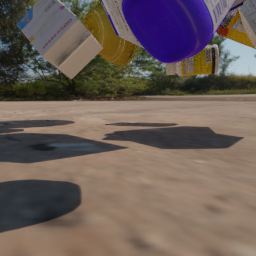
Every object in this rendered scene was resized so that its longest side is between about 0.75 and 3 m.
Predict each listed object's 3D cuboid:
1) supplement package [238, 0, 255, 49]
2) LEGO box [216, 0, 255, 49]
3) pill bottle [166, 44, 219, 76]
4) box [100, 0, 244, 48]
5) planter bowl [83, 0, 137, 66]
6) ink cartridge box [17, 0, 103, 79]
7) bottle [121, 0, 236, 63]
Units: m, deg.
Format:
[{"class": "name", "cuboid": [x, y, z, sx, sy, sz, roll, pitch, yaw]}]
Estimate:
[{"class": "supplement package", "cuboid": [3.504, -2.596, 6.545, 1.359, 0.999, 1.299, -29, -18, 23]}, {"class": "LEGO box", "cuboid": [3.477, -3.137, 7.770, 1.984, 1.478, 0.766, 6, 47, -32]}, {"class": "pill bottle", "cuboid": [2.063, -2.175, 9.109, 1.635, 0.934, 0.934, -1, 6, 13]}, {"class": "box", "cuboid": [0.789, -2.925, 6.215, 2.245, 1.281, 2.442, -30, 32, -5]}, {"class": "planter bowl", "cuboid": [-0.818, -3.363, 9.628, 1.075, 2.582, 2.582, -17, 15, -31]}, {"class": "ink cartridge box", "cuboid": [-1.761, -2.393, 7.471, 1.989, 1.278, 1.245, 50, 6, 30]}, {"class": "bottle", "cuboid": [0.833, -1.708, 3.160, 0.741, 0.948, 2.269, -13, 35, 51]}]
